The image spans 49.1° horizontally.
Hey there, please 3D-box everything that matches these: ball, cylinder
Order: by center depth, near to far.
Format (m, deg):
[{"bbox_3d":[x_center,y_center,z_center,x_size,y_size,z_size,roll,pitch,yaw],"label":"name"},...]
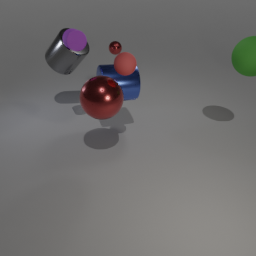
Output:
[{"bbox_3d":[-0.086,-1.962,8.561,0.700,0.700,0.700,0,31,0],"label":"ball"},{"bbox_3d":[-0.835,-0.962,8.912,1.400,1.400,1.400,0,31,0],"label":"ball"},{"bbox_3d":[-1.857,-3.059,9.712,0.700,0.700,0.700,-13,27,-20],"label":"cylinder"},{"bbox_3d":[4.419,-2.538,9.951,1.400,1.400,1.400,0,31,0],"label":"ball"},{"bbox_3d":[-0.394,-1.721,10.663,1.400,1.400,1.400,-6,31,-16],"label":"cylinder"},{"bbox_3d":[-2.575,-3.214,11.846,1.400,1.400,1.400,25,47,-30],"label":"cylinder"},{"bbox_3d":[-0.668,-4.209,14.721,0.700,0.700,0.700,0,31,0],"label":"ball"}]
